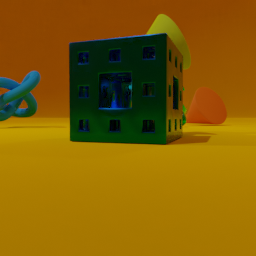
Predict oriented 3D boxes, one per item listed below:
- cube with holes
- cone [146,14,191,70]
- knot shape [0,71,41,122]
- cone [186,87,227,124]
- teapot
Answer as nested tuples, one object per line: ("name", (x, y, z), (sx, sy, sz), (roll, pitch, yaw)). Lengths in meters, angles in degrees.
("cube with holes", (0.049, -0.474, 3.972), (1.265, 1.265, 1.265), (1, 2, 19))
("cone", (0.366, -1.274, 5.066), (1.093, 1.089, 1.089), (-32, 5, -4))
("knot shape", (-3.491, -0.880, 8.267), (1.818, 0.898, 1.943), (-22, -24, -54))
("cone", (2.761, -0.542, 11.183), (1.593, 1.593, 1.599), (-1, -23, -33))
("teapot", (0.608, -0.556, 5.233), (0.920, 1.169, 1.880), (-36, 36, 11))
